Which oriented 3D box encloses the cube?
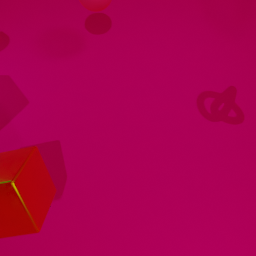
[{"bbox_3d":[-2.149,1.165,5.105,1.132,1.132,1.132,-11,26,8],"label":"cube"}]

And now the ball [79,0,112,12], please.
[{"bbox_3d":[-0.886,-3.660,7.556,0.966,0.966,0.966,0,62,0],"label":"ball"}]
